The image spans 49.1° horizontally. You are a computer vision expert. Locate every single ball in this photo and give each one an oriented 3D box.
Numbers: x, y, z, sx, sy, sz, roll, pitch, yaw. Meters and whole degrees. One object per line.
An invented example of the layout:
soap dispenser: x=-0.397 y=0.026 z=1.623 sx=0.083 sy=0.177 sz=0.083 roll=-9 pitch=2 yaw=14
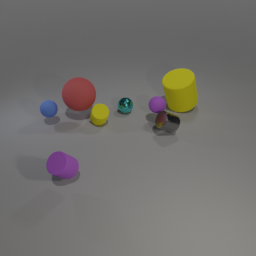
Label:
ball: x=-3.177 y=-0.768 z=11.251 sx=0.700 sy=0.700 sz=0.700 roll=0 pitch=32 yaw=0
ball: x=1.184 y=-0.938 z=11.349 sx=0.700 sy=0.700 sz=0.700 roll=0 pitch=32 yaw=0
ball: x=-2.020 y=-1.392 z=11.577 sx=1.400 sy=1.400 sz=1.400 roll=0 pitch=32 yaw=0
ball: x=-0.113 y=-1.005 z=12.380 sx=0.700 sy=0.700 sz=0.700 roll=0 pitch=32 yaw=0

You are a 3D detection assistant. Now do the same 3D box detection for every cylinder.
cylinder: x=2.320 y=-1.663 z=12.407 sx=1.400 sy=1.400 sz=1.400 roll=-11 pitch=46 yaw=12
cylinder: x=-1.907 y=1.099 z=8.214 sx=0.700 sy=0.700 sz=0.700 roll=-7 pitch=69 yaw=18
cylinder: x=1.520 y=-0.242 z=10.757 sx=0.700 sy=0.700 sz=0.700 roll=17 pitch=21 yaw=-33
cylinder: x=-1.167 y=-0.544 z=11.434 sx=0.700 sy=0.700 sz=0.700 roll=5 pitch=69 yaw=-12
